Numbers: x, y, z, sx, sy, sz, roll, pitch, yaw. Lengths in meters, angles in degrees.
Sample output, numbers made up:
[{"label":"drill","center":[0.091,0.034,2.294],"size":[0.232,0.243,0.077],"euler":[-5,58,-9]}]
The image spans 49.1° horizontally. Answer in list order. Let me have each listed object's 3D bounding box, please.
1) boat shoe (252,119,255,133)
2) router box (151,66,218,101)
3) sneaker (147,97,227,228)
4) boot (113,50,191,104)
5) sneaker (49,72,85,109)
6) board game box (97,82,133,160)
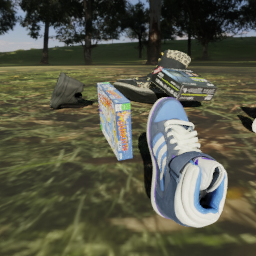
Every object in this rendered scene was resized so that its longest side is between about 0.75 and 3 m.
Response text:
[{"label":"boat shoe","center":[3.432,-0.200,7.120],"size":[0.334,0.317,0.926],"euler":[-2,50,44]},{"label":"router box","center":[1.847,-1.443,9.201],"size":[1.782,0.554,1.336],"euler":[-5,38,-38]},{"label":"sneaker","center":[0.597,0.237,2.664],"size":[0.540,1.340,0.981],"euler":[8,-14,-21]},{"label":"boot","center":[0.949,-2.035,10.955],"size":[2.733,2.064,0.987],"euler":[14,-22,32]},{"label":"sneaker","center":[-2.043,-1.061,9.311],"size":[0.942,0.788,2.075],"euler":[16,-19,-20]},{"label":"board game box","center":[-0.295,-0.214,5.629],"size":[0.282,1.109,1.639],"euler":[-9,22,-14]}]
